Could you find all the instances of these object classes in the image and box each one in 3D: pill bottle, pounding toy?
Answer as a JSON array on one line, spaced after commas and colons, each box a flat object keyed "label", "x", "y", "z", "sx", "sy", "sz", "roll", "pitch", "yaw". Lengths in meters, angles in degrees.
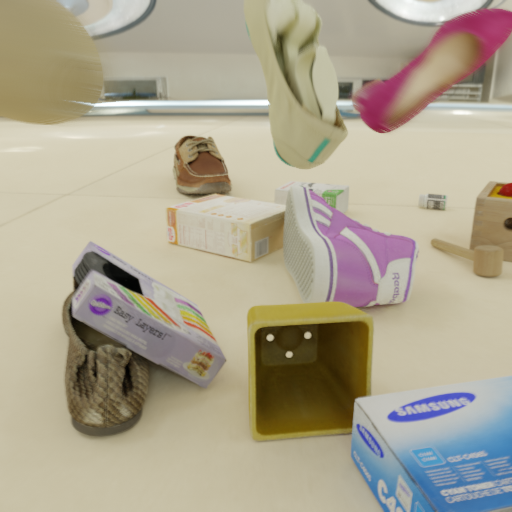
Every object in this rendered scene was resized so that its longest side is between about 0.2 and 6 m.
[{"label": "pill bottle", "x": 3.627, "y": -1.114, "z": 11.492, "sx": 0.554, "sy": 0.313, "sz": 0.313, "roll": 8, "pitch": 21, "yaw": 19}, {"label": "pounding toy", "x": 3.790, "y": -0.515, "z": 8.576, "sx": 2.073, "sy": 1.080, "sz": 2.360, "roll": 11, "pitch": 21, "yaw": 27}]

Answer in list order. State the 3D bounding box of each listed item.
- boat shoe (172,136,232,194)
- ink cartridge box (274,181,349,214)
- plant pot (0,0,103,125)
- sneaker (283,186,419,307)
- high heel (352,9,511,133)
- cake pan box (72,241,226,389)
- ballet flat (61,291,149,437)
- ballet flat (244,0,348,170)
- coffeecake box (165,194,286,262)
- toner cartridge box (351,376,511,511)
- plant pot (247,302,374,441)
[{"label": "boat shoe", "x": -1.403, "y": -2.231, "z": 13.355, "sx": 1.266, "sy": 1.201, "sz": 3.345, "roll": -7, "pitch": 20, "yaw": -19}, {"label": "ink cartridge box", "x": 1.099, "y": -1.110, "z": 11.126, "sx": 1.289, "sy": 0.544, "sz": 0.942, "roll": 8, "pitch": 21, "yaw": 22}, {"label": "plant pot", "x": -2.382, "y": -2.136, "z": 6.471, "sx": 1.015, "sy": 1.513, "sz": 1.513, "roll": 32, "pitch": 31, "yaw": 23}, {"label": "sneaker", "x": 1.275, "y": -0.128, "z": 7.760, "sx": 1.654, "sy": 1.051, "sz": 2.901, "roll": 1, "pitch": 29, "yaw": -8}, {"label": "high heel", "x": 2.834, "y": -2.802, "z": 8.481, "sx": 2.807, "sy": 0.945, "sz": 1.346, "roll": -25, "pitch": 31, "yaw": 5}, {"label": "cake pan box", "x": -1.107, "y": 0.518, "z": 5.432, "sx": 1.499, "sy": 0.392, "sz": 1.380, "roll": 35, "pitch": 2, "yaw": -23}, {"label": "ballet flat", "x": -1.526, "y": 0.727, "z": 5.611, "sx": 0.946, "sy": 0.651, "sz": 2.809, "roll": -3, "pitch": 19, "yaw": -13}, {"label": "ballet flat", "x": 0.489, "y": -2.278, "z": 6.419, "sx": 0.920, "sy": 2.648, "sz": 0.920, "roll": -11, "pitch": -19, "yaw": -4}, {"label": "coffeecake box", "x": -0.409, "y": -0.514, "z": 9.246, "sx": 1.737, "sy": 0.635, "sz": 1.333, "roll": 13, "pitch": 23, "yaw": 33}, {"label": "toner cartridge box", "x": 2.078, "y": 1.372, "z": 3.909, "sx": 2.540, "sy": 0.548, "sz": 1.206, "roll": -5, "pitch": 20, "yaw": -14}, {"label": "plant pot", "x": 0.371, "y": 0.856, "z": 4.857, "sx": 0.988, "sy": 0.994, "sz": 1.017, "roll": -3, "pitch": 13, "yaw": -7}]
